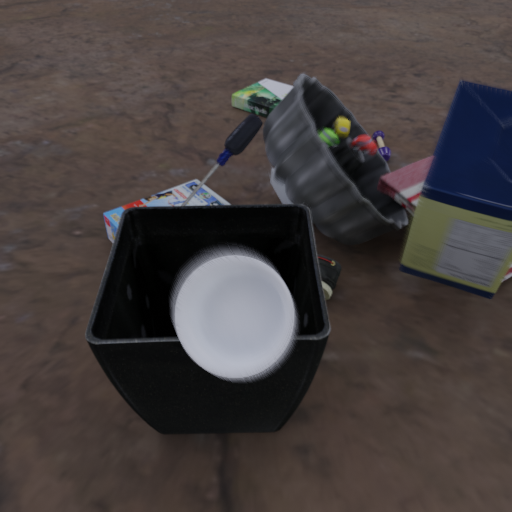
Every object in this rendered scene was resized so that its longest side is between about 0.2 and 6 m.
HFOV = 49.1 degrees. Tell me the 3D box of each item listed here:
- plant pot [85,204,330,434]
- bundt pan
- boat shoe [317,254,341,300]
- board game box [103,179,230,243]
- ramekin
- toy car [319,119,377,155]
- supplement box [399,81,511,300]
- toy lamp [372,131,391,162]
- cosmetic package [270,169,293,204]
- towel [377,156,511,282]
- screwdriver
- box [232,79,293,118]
[{"bbox_3d":[-0.450,0.813,6.246,2.167,1.923,2.162,0,37,-1],"label":"plant pot"},{"bbox_3d":[1.142,-1.379,8.795,1.064,2.836,2.836,-33,28,27],"label":"bundt pan"},{"bbox_3d":[0.388,0.066,8.162,1.723,0.630,0.540,21,67,17],"label":"boat shoe"},{"bbox_3d":[-1.193,-0.380,8.913,1.788,0.510,1.826,-25,45,-28],"label":"board game box"},{"bbox_3d":[-0.133,0.475,4.491,0.938,0.938,0.457,10,-1,12],"label":"ramekin"},{"bbox_3d":[1.250,-1.777,8.335,0.882,0.209,0.938,-15,47,-30],"label":"toy car"},{"bbox_3d":[2.741,-0.781,6.985,1.225,1.823,1.824,19,61,16],"label":"supplement box"},{"bbox_3d":[2.575,-2.234,11.493,0.292,0.292,1.005,2,35,2],"label":"toy lamp"},{"bbox_3d":[0.678,-1.120,9.672,0.547,0.393,0.969,-21,62,-14],"label":"cosmetic package"},{"bbox_3d":[3.413,-0.699,9.103,1.823,0.288,2.532,-24,57,-32],"label":"towel"},{"bbox_3d":[-0.637,-1.194,8.215,0.310,0.297,2.130,39,94,30],"label":"screwdriver"},{"bbox_3d":[0.566,-3.649,13.241,1.898,0.345,1.369,24,44,29],"label":"box"}]
